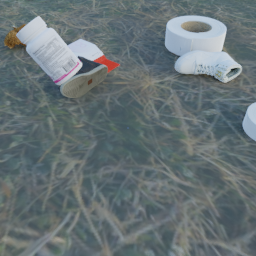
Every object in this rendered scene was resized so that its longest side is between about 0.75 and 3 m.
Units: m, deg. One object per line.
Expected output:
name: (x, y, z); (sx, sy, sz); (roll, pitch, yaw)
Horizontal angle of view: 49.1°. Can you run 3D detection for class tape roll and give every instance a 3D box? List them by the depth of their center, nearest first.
tape roll: (4.604, -0.150, 8.968); (1.668, 0.583, 1.668); (0, 42, 0)
tape roll: (3.190, -4.403, 13.419); (2.816, 0.985, 2.816); (0, 42, 0)

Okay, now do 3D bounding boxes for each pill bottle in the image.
pill bottle: (-2.302, -2.258, 8.260); (1.025, 1.809, 1.025); (-33, 23, 16)

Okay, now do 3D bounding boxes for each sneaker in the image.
sneaker: (-2.006, -1.988, 10.763); (1.302, 0.917, 2.451); (29, 39, 21)
sneaker: (3.305, -2.453, 11.288); (2.545, 0.938, 1.471); (-11, 40, -13)

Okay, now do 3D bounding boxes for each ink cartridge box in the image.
ink cartridge box: (-1.872, -2.978, 12.160); (2.423, 0.691, 1.969); (24, 47, 30)

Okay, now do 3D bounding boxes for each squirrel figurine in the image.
squirrel figurine: (-5.265, -4.484, 13.493); (1.585, 1.122, 1.480); (-31, 43, -34)
